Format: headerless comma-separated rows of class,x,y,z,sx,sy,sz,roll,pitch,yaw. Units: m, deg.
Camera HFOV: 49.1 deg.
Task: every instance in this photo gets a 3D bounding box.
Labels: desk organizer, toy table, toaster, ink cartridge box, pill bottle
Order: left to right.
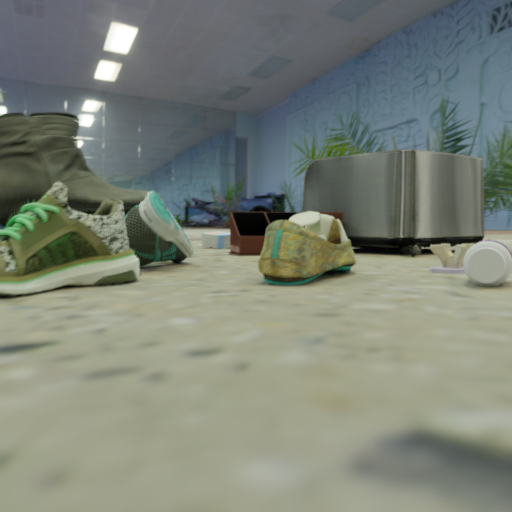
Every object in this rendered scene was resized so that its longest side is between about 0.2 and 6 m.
ink cartridge box,-0.973,-0.414,14.285,0.606,0.357,1.052,-8,11,-44
desk organizer,0.621,-0.471,11.609,2.295,0.884,0.823,-1,4,-16
toaster,3.191,-1.150,12.707,3.223,2.115,3.564,-4,5,-38
toy table,2.630,0.037,7.462,0.659,0.386,0.606,-2,4,-18
pill bottle,2.472,0.077,5.966,0.482,0.482,0.866,2,4,25

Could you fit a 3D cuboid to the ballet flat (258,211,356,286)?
ballet flat,0.721,-0.139,6.850,0.863,0.863,2.440,2,4,24

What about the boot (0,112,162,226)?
boot,-3.432,-1.738,10.735,3.339,2.181,1.131,-1,-11,-24

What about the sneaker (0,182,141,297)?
sneaker,-2.182,-0.197,5.560,0.929,1.070,2.415,2,4,32

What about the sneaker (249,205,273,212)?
sneaker,0.212,-0.814,15.462,0.817,1.130,2.312,-2,2,12

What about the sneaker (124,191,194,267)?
sneaker,-1.621,-0.238,8.357,1.039,0.884,2.278,-34,-12,-4
